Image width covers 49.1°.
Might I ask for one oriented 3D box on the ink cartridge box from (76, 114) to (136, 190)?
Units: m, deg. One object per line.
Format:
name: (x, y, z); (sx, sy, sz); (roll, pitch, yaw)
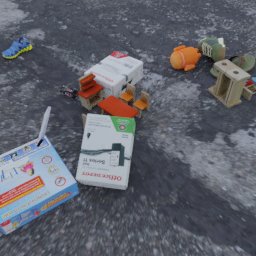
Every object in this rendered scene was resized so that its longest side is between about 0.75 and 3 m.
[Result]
ink cartridge box: (-0.639, 0.727, 8.584); (1.524, 0.864, 2.079); (6, 73, 4)

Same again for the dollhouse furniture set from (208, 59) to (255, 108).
dollhouse furniture set: (4.578, -2.020, 11.515); (1.965, 1.385, 1.377); (-21, 49, -18)

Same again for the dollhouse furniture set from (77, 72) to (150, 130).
dollhouse furniture set: (-0.758, -0.956, 10.533); (2.480, 1.291, 2.507); (33, 54, 28)

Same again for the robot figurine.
robot figurine: (2.629, -3.274, 13.109); (1.522, 1.095, 0.888); (-19, 20, -17)

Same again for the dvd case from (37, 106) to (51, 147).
dvd case: (-1.938, -0.026, 6.438); (0.073, 0.591, 0.829); (16, 66, -22)

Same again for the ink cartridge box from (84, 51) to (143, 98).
ink cartridge box: (-0.587, -2.261, 12.081); (1.558, 0.904, 2.160); (28, 51, 24)

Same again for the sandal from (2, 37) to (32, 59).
sandal: (-5.594, -4.043, 14.002); (0.640, 0.701, 1.611); (29, 54, 23)

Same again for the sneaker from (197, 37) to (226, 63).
sneaker: (3.920, -3.698, 13.385); (1.244, 0.929, 2.770); (7, 32, 12)

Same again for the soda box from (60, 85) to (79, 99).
soda box: (-2.480, -1.514, 11.811); (0.810, 0.257, 0.287); (24, 51, 22)

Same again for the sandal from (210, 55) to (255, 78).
sandal: (4.899, -2.912, 12.865); (2.388, 0.681, 0.948); (-22, 46, -18)

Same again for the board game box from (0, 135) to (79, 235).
board game box: (-3.058, 1.576, 8.497); (2.332, 0.652, 2.283); (-26, 51, -23)
